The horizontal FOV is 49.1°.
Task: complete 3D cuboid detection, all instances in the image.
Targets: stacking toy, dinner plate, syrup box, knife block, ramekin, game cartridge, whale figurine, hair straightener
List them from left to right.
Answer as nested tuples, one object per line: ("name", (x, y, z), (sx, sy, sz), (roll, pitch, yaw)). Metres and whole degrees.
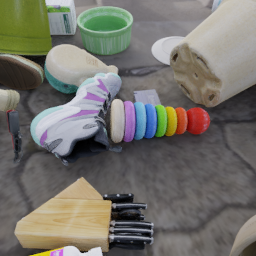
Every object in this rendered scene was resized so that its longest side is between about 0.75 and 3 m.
("hair straightener", (-2.561, 0.216, 6.347), (0.251, 1.228, 0.472), (-4, 10, -37))
("syrup box", (-3.358, -4.151, 10.349), (2.728, 1.074, 1.111), (-2, 47, -2))
("whale figurine", (-1.320, -1.539, 8.128), (2.160, 1.121, 1.718), (7, 48, -26))
("knife block", (-0.650, 1.862, 4.998), (2.048, 0.655, 1.798), (-33, 55, -29))
("ramekin", (-0.768, -3.356, 9.719), (1.888, 0.922, 1.888), (0, 47, 0))
("game cartridge", (0.564, -0.664, 7.746), (0.671, 0.199, 1.035), (-4, 47, -9))
("stacking toy", (0.807, -0.149, 6.858), (2.426, 1.035, 1.035), (1, 47, -9))
("dinner plate", (1.751, -2.719, 9.635), (1.867, 0.226, 1.867), (1, 48, -1))

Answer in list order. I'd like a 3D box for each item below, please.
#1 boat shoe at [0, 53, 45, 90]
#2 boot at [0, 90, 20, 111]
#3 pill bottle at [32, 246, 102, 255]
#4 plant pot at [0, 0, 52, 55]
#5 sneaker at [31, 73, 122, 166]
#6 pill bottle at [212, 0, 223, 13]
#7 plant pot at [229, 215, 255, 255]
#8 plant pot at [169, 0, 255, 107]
("boat shoe", (-3.632, -1.932, 8.438), (2.811, 1.007, 1.071), (15, 37, 14))
("boot", (-3.722, -0.695, 7.323), (1.374, 1.768, 0.643), (1, 81, -39))
("pill bottle", (-1.244, 2.422, 4.350), (1.803, 0.940, 0.940), (-11, 48, -10))
("plant pot", (-3.450, -3.576, 8.426), (2.402, 2.313, 2.402), (7, 21, -3))
("sneaker", (-0.715, -0.124, 6.747), (1.910, 1.062, 2.731), (36, 66, 27))
("pill bottle", (4.178, -4.830, 11.162), (1.494, 0.828, 0.828), (19, 50, 15))
("plant pot", (3.033, 1.741, 4.197), (2.619, 2.619, 2.273), (22, 35, 19))
("plant pot", (2.666, -1.977, 7.521), (2.578, 2.816, 2.816), (-36, 56, -15))
